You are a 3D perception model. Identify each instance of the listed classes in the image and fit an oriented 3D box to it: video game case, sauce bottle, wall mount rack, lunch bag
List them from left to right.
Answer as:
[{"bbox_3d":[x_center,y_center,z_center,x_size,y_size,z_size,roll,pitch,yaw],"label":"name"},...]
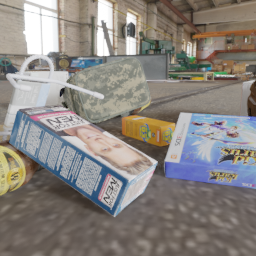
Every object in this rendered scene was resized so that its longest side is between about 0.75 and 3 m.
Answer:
[{"bbox_3d":[-1.920,0.578,3.926,0.783,0.783,2.420,8,16,35],"label":"sauce bottle"},{"bbox_3d":[-1.407,-0.248,4.976,1.650,1.899,0.708,-1,31,-47],"label":"wall mount rack"},{"bbox_3d":[-0.869,-1.233,9.609,2.561,1.784,2.148,-22,9,-22],"label":"lunch bag"},{"bbox_3d":[0.281,-0.914,11.117,0.665,0.665,2.055,6,22,27],"label":"sauce bottle"},{"bbox_3d":[1.631,0.309,4.873,1.716,0.390,1.555,4,35,19],"label":"video game case"}]

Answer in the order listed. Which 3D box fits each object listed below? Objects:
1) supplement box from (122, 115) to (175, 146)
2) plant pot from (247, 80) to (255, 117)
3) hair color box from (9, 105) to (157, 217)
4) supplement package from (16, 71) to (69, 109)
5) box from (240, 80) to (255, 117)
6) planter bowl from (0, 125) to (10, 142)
[{"bbox_3d":[0.485,0.040,7.136,0.532,0.515,1.548,-10,15,-38],"label":"supplement box"},{"bbox_3d":[4.187,-0.521,6.532,2.159,2.181,2.181,-9,13,-3],"label":"plant pot"},{"bbox_3d":[-0.628,0.337,3.941,1.876,0.568,0.938,30,20,20],"label":"hair color box"},{"bbox_3d":[-3.549,-1.537,11.777,1.276,1.660,1.736,11,16,41],"label":"supplement package"},{"bbox_3d":[4.386,-0.777,8.804,1.107,1.413,2.271,8,14,34],"label":"box"},{"bbox_3d":[-2.597,0.272,5.784,0.925,0.623,0.925,-1,12,0],"label":"planter bowl"}]
